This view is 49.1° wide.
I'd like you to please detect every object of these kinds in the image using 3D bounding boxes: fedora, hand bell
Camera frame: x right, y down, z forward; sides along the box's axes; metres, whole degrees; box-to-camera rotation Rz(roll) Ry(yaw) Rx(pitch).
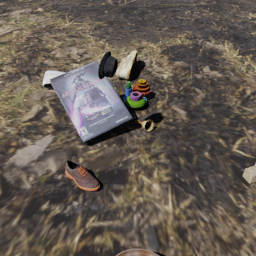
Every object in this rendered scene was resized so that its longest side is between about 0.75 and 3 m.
[{"bbox_3d":[-0.562,-1.837,8.439,0.406,0.889,0.889,22,41,11],"label":"fedora"},{"bbox_3d":[0.536,-0.189,10.663,0.449,0.449,0.863,-23,28,-29],"label":"hand bell"}]

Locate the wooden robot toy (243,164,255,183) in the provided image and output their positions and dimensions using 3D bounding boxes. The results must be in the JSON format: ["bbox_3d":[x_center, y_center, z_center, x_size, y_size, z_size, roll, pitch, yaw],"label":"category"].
[{"bbox_3d":[4.554,1.042,8.428,2.132,0.967,0.939,-3,37,-4],"label":"wooden robot toy"}]

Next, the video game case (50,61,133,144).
[{"bbox_3d":[-1.362,-1.032,10.260,1.973,0.262,2.762,-27,75,-17],"label":"video game case"}]

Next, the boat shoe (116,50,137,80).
[{"bbox_3d":[-0.032,-3.328,14.496,0.808,0.897,2.488,8,42,9],"label":"boat shoe"}]

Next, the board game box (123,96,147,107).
[{"bbox_3d":[0.295,-1.237,12.181,0.875,0.197,0.666,-13,38,-17],"label":"board game box"}]

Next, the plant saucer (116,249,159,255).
[{"bbox_3d":[0.209,3.197,5.639,1.510,0.260,1.510,1,37,-1],"label":"plant saucer"}]

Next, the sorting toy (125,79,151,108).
[{"bbox_3d":[0.375,-1.584,11.900,1.010,0.690,1.681,11,39,13],"label":"sorting toy"}]

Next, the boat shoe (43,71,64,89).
[{"bbox_3d":[-2.694,-2.037,12.876,2.526,0.895,0.882,7,64,3],"label":"boat shoe"}]

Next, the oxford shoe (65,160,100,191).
[{"bbox_3d":[-1.394,1.402,8.330,1.366,0.495,0.486,24,42,29],"label":"oxford shoe"}]
